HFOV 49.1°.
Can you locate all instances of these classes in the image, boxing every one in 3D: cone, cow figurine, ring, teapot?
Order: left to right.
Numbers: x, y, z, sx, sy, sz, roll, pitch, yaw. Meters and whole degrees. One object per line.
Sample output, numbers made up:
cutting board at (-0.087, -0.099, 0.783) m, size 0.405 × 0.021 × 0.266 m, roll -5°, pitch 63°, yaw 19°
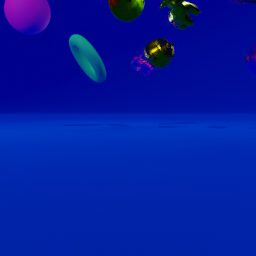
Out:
ring at (-1.303, -2.214, 9.042) m, size 0.342 × 1.711 × 1.711 m, roll -38°, pitch 14°, yaw -13°
cone at (-0.286, -3.469, 7.653) m, size 1.078 × 1.078 × 1.082 m, roll -2°, pitch 18°, yaw -30°
cow figurine at (0.566, -2.265, 10.136) m, size 0.901 × 0.495 × 0.886 m, roll 21°, pitch 30°, yaw -2°
teapot at (1.239, -2.916, 10.728) m, size 0.941 × 1.195 × 1.922 m, roll -32°, pitch 4°, yaw 46°
cow figurine at (1.265, -3.122, 7.327) m, size 1.168 × 0.651 × 1.187 m, roll 27°, pitch 1°, yaw -12°

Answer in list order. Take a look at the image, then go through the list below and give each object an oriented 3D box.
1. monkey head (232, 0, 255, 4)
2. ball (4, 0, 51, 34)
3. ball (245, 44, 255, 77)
monkey head at (1.985, -2.729, 4.754) m, size 1.161 × 0.972 × 1.614 m, roll 7°, pitch 18°, yaw -29°
ball at (-3.086, -3.597, 8.648) m, size 1.338 × 1.338 × 1.338 m, roll 0°, pitch 3°, yaw 0°
ball at (3.679, -1.828, 7.489) m, size 1.001 × 1.001 × 1.001 m, roll 0°, pitch 3°, yaw 0°
